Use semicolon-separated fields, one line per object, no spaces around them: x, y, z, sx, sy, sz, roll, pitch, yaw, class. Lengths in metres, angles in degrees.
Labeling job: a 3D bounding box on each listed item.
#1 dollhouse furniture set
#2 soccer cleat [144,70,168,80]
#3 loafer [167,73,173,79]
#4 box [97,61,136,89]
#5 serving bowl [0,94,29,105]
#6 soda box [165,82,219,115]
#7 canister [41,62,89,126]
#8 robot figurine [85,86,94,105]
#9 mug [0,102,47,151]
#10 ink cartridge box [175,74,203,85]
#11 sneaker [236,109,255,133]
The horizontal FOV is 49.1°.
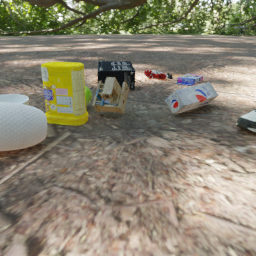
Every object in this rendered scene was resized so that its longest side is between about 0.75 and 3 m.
-0.687;-1.245;9.233;1.019;1.014;1.446;6;-20;18;dollhouse furniture set
1.509;-2.856;15.066;1.340;0.460;0.571;15;17;26;soccer cleat
2.196;-2.876;15.267;0.273;0.271;0.751;-13;25;-27;loafer
-0.623;-2.638;13.783;1.735;0.969;2.458;1;23;-5;box
-4.251;-0.687;9.616;1.680;0.553;1.680;1;23;0;serving bowl
2.324;-1.086;10.074;2.016;0.688;0.639;-17;73;-38;soda box
-2.005;-1.107;8.915;1.384;1.864;0.807;5;23;10;canister
-1.881;-1.151;10.147;1.159;0.764;1.321;-11;3;41;robot figurine
-3.007;-0.002;7.359;1.461;1.230;1.666;-2;-10;-32;mug
3.135;-2.478;14.296;0.907;0.319;1.520;15;28;33;ink cartridge box
4.238;-0.487;8.578;2.420;0.968;0.892;-14;29;-31;sneaker
